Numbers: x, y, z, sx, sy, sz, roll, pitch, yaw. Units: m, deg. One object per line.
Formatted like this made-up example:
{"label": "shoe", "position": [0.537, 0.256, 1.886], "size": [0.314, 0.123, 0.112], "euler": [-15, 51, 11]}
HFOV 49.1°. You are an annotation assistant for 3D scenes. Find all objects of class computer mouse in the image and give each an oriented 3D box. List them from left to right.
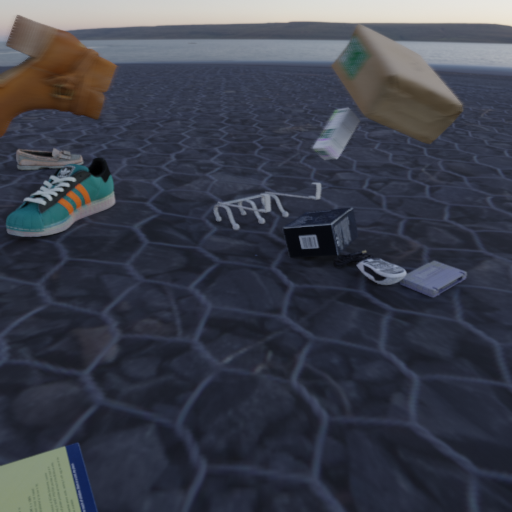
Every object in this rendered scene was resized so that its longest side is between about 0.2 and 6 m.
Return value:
{"label": "computer mouse", "position": [2.059, 0.251, 9.920], "size": [0.784, 0.314, 1.429], "euler": [-7, 20, -25]}

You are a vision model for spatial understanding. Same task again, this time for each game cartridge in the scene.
{"label": "game cartridge", "position": [3.073, 0.395, 9.732], "size": [1.066, 0.205, 0.691], "euler": [-20, 27, -37]}

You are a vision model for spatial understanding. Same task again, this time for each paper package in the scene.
{"label": "paper package", "position": [2.380, -2.951, 9.645], "size": [1.662, 0.902, 1.744], "euler": [13, 41, -30]}

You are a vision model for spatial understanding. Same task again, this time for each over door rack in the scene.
{"label": "over door rack", "position": [0.220, -1.035, 12.057], "size": [1.508, 0.680, 2.041], "euler": [-17, 9, -34]}

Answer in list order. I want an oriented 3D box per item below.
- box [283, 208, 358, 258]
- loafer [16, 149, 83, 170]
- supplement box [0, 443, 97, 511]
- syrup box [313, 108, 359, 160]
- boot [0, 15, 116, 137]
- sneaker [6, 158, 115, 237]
{"label": "box", "position": [1.246, -0.450, 10.743], "size": [1.055, 0.654, 1.037], "euler": [-3, 21, 34]}
{"label": "loafer", "position": [-6.065, -2.887, 16.457], "size": [1.847, 0.581, 0.664], "euler": [-8, 26, -17]}
{"label": "supplement box", "position": [-1.901, 2.397, 4.498], "size": [1.254, 0.843, 1.255], "euler": [-12, 27, -24]}
{"label": "syrup box", "position": [1.453, -2.203, 10.157], "size": [0.358, 0.370, 0.909], "euler": [11, 66, 58]}
{"label": "boot", "position": [-3.599, -2.753, 9.693], "size": [1.758, 2.265, 0.868], "euler": [20, 16, -29]}
{"label": "sneaker", "position": [-4.306, -1.368, 12.338], "size": [1.084, 1.214, 3.037], "euler": [10, 26, 21]}
